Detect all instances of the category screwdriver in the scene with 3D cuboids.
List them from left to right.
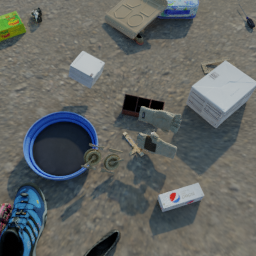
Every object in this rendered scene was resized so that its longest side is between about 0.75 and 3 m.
[{"bbox_3d":[5.906,-5.645,14.069,0.254,0.264,1.818,-10,56,-7],"label":"screwdriver"}]

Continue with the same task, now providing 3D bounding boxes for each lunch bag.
[{"bbox_3d":[2.382,-6.232,14.011,2.142,0.883,1.722,-1,57,-1],"label":"lunch bag"}]

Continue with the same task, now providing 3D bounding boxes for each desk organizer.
[{"bbox_3d":[0.584,-0.779,10.833,1.617,0.622,0.580,12,59,7],"label":"desk organizer"}]

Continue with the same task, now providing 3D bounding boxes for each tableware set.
[{"bbox_3d":[-0.819,1.083,9.271,1.327,0.877,0.266,17,9,-29],"label":"tableware set"}]

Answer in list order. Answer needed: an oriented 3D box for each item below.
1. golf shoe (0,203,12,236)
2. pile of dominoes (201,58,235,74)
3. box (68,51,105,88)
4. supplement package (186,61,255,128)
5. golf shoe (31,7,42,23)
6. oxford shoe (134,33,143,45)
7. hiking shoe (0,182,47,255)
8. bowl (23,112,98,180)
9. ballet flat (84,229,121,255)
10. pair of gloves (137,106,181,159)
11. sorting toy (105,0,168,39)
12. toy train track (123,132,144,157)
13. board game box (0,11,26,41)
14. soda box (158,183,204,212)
[{"bbox_3d":[-4.316,3.421,8.102,1.193,0.940,2.590,5,51,0],"label":"golf shoe"},{"bbox_3d":[3.978,-2.533,12.234,1.349,0.215,1.051,-11,59,3],"label":"pile of dominoes"},{"bbox_3d":[-1.588,-2.243,10.774,1.010,0.660,1.005,29,54,0],"label":"box"},{"bbox_3d":[3.596,-1.324,10.858,2.042,1.132,1.591,-37,66,-21],"label":"supplement package"},{"bbox_3d":[-4.558,-5.548,13.920,0.511,0.420,1.081,-14,52,2],"label":"golf shoe"},{"bbox_3d":[0.371,-4.373,13.160,0.377,0.400,1.070,-36,65,-20],"label":"oxford shoe"},{"bbox_3d":[-3.065,2.908,8.199,1.088,1.268,2.925,-3,59,-2],"label":"hiking shoe"},{"bbox_3d":[-2.323,0.633,9.878,2.549,0.500,2.549,1,64,-3],"label":"bowl"},{"bbox_3d":[-0.870,3.616,8.235,0.555,0.474,1.670,37,65,20],"label":"ballet flat"},{"bbox_3d":[1.039,0.166,9.628,1.476,1.736,0.304,13,27,21],"label":"pair of gloves"},{"bbox_3d":[0.379,-5.579,13.527,2.444,0.446,2.262,-46,62,-4],"label":"sorting toy"},{"bbox_3d":[0.188,0.562,10.275,0.664,0.188,1.159,-31,63,-18],"label":"toy train track"},{"bbox_3d":[-6.125,-4.706,13.293,2.191,0.522,1.113,-26,62,-15],"label":"board game box"},{"bbox_3d":[1.702,2.251,9.088,1.405,0.447,0.478,-15,60,-9],"label":"soda box"}]
